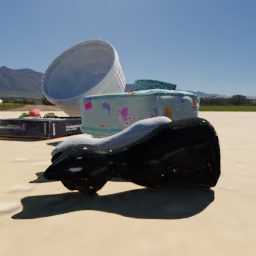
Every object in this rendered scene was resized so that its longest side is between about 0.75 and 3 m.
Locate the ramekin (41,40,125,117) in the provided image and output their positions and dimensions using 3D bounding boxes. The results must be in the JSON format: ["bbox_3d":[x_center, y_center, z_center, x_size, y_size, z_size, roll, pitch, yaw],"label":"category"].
[{"bbox_3d":[-1.233,-1.357,8.421,2.418,2.418,1.269,2,-33,27],"label":"ramekin"}]

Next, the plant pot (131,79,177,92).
[{"bbox_3d":[0.897,-1.181,10.882,1.603,1.133,1.133,18,-38,3],"label":"plant pot"}]

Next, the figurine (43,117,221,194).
[{"bbox_3d":[-0.065,0.204,2.388,1.199,0.529,1.228,-5,4,-13],"label":"figurine"}]

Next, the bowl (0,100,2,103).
[{"bbox_3d":[-5.778,-0.771,9.661,2.443,1.098,2.443,14,-5,1],"label":"bowl"}]

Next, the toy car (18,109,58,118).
[{"bbox_3d":[-4.061,-0.541,12.116,1.678,0.398,1.783,-2,-5,25],"label":"toy car"}]

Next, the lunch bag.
[{"bbox_3d":[0.277,-0.268,5.804,1.878,0.903,2.342,0,3,41],"label":"lunch bag"}]

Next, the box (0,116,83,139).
[{"bbox_3d":[-1.798,-0.065,6.521,1.586,0.400,2.218,1,6,20],"label":"box"}]
